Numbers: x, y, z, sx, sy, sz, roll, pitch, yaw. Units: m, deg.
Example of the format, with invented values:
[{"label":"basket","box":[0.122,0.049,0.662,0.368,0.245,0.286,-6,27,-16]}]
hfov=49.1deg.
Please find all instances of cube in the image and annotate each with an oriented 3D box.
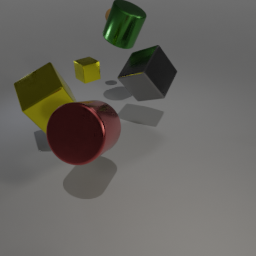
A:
[{"label":"cube","box":[-1.500,-2.140,10.321,0.700,0.700,0.700,-24,40,-30]},{"label":"cube","box":[0.746,-2.014,10.578,1.400,1.400,1.400,-1,53,47]},{"label":"cube","box":[-2.584,-0.954,9.082,1.400,1.400,1.400,-31,54,-1]}]

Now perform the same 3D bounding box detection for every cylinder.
[{"label":"cylinder","box":[-0.156,-4.150,11.246,1.400,1.400,1.400,17,40,-15]},{"label":"cylinder","box":[-1.006,0.053,6.749,1.400,1.400,1.400,7,9,12]}]

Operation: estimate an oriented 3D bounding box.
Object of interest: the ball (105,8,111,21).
[{"label":"ball","box":[-0.663,-4.970,12.465,0.700,0.700,0.700,0,30,0]}]
